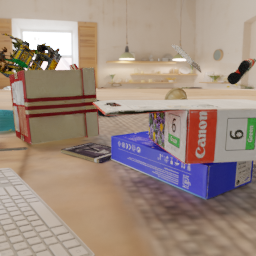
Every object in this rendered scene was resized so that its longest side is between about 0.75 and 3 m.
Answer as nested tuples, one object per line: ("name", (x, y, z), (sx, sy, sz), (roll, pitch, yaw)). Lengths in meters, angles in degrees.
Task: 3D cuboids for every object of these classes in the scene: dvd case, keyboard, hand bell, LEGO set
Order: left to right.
("keyboard", (-1.444, 0.886, 3.273), (0.826, 0.156, 2.933), (-7, 12, -35))
("LEGO set", (-3.129, -2.268, 8.318), (2.306, 1.336, 1.773), (11, -19, 31))
("dvd case", (-0.688, 0.488, 5.747), (1.137, 0.091, 0.845), (8, 13, 39))
("hand bell", (2.535, -0.905, 12.048), (1.161, 1.161, 2.229), (-3, 23, -17))

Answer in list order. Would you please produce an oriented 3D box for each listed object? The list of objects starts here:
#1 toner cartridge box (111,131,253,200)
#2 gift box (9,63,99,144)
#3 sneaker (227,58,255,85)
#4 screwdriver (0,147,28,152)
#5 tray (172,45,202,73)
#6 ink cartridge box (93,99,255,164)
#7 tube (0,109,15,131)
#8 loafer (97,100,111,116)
("toner cartridge box", (0.750, 0.476, 4.651), (1.063, 0.483, 2.238), (-6, 12, -35))
("gift box", (-1.872, -0.703, 7.292), (1.955, 1.932, 2.094), (-8, 14, -31))
("sneaker", (3.578, -1.767, 8.753), (0.515, 0.388, 1.101), (-25, -18, -24))
("screwdriver", (-3.083, 0.505, 5.243), (2.316, 0.337, 0.323), (2, 10, -11))
("tray", (1.894, -2.255, 8.949), (0.667, 0.138, 1.243), (20, 30, -43))
("ink cartridge box", (0.972, -0.019, 4.040), (2.829, 0.712, 1.541), (-2, 10, -12))
("tube", (-2.956, -0.271, 8.842), (1.000, 0.651, 2.582), (19, 15, 40))
("loafer", (-1.350, -0.878, 12.098), (2.048, 0.745, 0.740), (17, 9, 29))
